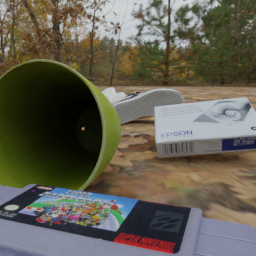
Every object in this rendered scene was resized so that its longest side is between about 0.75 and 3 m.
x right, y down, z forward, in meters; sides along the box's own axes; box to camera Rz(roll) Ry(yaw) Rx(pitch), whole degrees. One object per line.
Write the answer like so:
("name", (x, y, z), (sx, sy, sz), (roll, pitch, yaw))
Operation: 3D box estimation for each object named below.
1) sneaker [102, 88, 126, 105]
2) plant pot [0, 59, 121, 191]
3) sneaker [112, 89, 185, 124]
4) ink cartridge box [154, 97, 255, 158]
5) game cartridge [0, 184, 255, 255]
("sneaker", (-1.133, -1.359, 13.596), (1.401, 1.098, 2.819), (-8, 12, -24))
("plant pot", (-0.855, 0.067, 4.416), (1.843, 1.843, 1.970), (3, 1, 17))
("sneaker", (0.628, -0.845, 10.128), (2.701, 1.059, 1.073), (-10, 13, -4))
("ink cartridge box", (1.633, -0.204, 6.116), (2.118, 0.431, 2.122), (-6, 30, 7))
("game cartridge", (-0.511, 1.044, 2.144), (2.858, 0.549, 1.853), (4, 15, 19))
